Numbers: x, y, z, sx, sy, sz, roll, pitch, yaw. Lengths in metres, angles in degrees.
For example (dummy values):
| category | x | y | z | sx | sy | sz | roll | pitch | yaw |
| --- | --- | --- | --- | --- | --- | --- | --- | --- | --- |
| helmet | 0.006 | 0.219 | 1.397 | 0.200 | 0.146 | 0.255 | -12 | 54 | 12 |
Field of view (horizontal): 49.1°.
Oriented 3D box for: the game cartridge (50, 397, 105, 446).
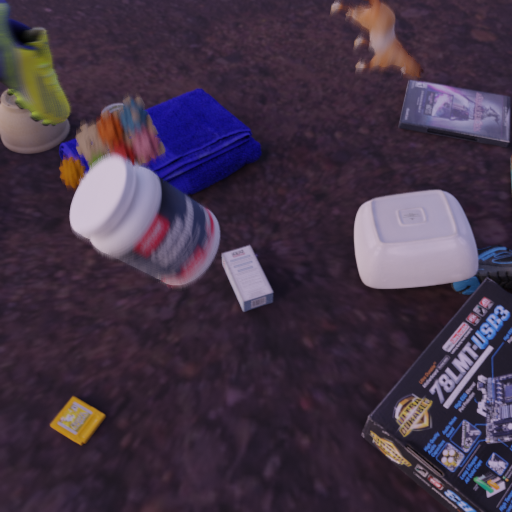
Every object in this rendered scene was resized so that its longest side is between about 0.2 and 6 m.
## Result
| category | x | y | z | sx | sy | sz | roll | pitch | yaw |
| --- | --- | --- | --- | --- | --- | --- | --- | --- | --- |
| game cartridge | -2.534 | 2.344 | 7.967 | 0.583 | 0.095 | 0.514 | 22 | 55 | 18 |

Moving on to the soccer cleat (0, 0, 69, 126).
| category | x | y | z | sx | sy | sz | roll | pitch | yaw |
| --- | --- | --- | --- | --- | --- | --- | --- | --- | --- |
| soccer cleat | -3.455 | -2.871 | 8.618 | 1.122 | 2.683 | 0.867 | -44 | 75 | -1 |

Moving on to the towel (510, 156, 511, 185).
| category | x | y | z | sx | sy | sz | roll | pitch | yaw |
| --- | --- | --- | --- | --- | --- | --- | --- | --- | --- |
| towel | 5.612 | -1.223 | 10.770 | 1.358 | 0.201 | 1.851 | 11 | 51 | 8 |

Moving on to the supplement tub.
| category | x | y | z | sx | sy | sz | roll | pitch | yaw |
| --- | --- | --- | --- | --- | --- | --- | --- | --- | --- |
| supplement tub | -1.297 | -0.385 | 6.740 | 1.092 | 1.556 | 1.092 | -20 | 55 | 32 |

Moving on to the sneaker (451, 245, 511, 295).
| category | x | y | z | sx | sy | sz | roll | pitch | yaw |
| --- | --- | --- | --- | --- | --- | --- | --- | --- | --- |
| sneaker | 4.273 | 0.157 | 9.289 | 2.078 | 0.761 | 0.851 | 3 | 51 | 3 |

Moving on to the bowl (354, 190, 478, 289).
| category | x | y | z | sx | sy | sz | roll | pitch | yaw |
| --- | --- | --- | --- | --- | --- | --- | --- | --- | --- |
| bowl | 2.630 | -0.399 | 9.388 | 1.958 | 0.731 | 1.955 | -6 | 42 | 9 |

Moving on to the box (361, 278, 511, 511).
| category | x | y | z | sx | sy | sz | roll | pitch | yaw |
| --- | --- | --- | --- | --- | --- | --- | --- | --- | --- |
| box | 3.630 | 2.255 | 7.601 | 3.140 | 0.786 | 3.164 | 36 | 60 | 26 |

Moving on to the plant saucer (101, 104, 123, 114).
| category | x | y | z | sx | sy | sz | roll | pitch | yaw |
| --- | --- | --- | --- | --- | --- | --- | --- | --- | --- |
| plant saucer | -3.026 | -3.061 | 12.241 | 0.678 | 0.170 | 0.678 | 0 | 51 | -1 |

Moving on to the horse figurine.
| category | x | y | z | sx | sy | sz | roll | pitch | yaw |
| --- | --- | --- | --- | --- | --- | --- | --- | --- | --- |
| horse figurine | 2.109 | -3.967 | 9.941 | 0.499 | 1.999 | 1.325 | -48 | 44 | -13 |

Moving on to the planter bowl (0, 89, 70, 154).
| category | x | y | z | sx | sy | sz | roll | pitch | yaw |
| --- | --- | --- | --- | --- | --- | --- | --- | --- | --- |
| planter bowl | -4.719 | -2.951 | 11.657 | 1.418 | 0.954 | 1.418 | 0 | 52 | 0 |

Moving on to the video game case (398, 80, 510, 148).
| category | x | y | z | sx | sy | sz | roll | pitch | yaw |
| --- | --- | --- | --- | --- | --- | --- | --- | --- | --- |
| video game case | 4.378 | -3.156 | 12.302 | 2.268 | 0.215 | 1.620 | 13 | 53 | 11 |

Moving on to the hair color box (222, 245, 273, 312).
| category | x | y | z | sx | sy | sz | roll | pitch | yaw |
| --- | --- | --- | --- | --- | --- | --- | --- | --- | --- |
| hair color box | -0.157 | 0.366 | 9.400 | 0.527 | 0.323 | 1.065 | -17 | 54 | -13 |

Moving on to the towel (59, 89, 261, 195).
| category | x | y | z | sx | sy | sz | roll | pitch | yaw |
| --- | --- | --- | --- | --- | --- | --- | --- | --- | --- |
| towel | -1.911 | -2.135 | 11.058 | 3.437 | 0.851 | 2.538 | -29 | 58 | -21 |

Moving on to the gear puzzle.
| category | x | y | z | sx | sy | sz | roll | pitch | yaw |
| --- | --- | --- | --- | --- | --- | --- | --- | --- | --- |
| gear puzzle | -2.342 | -1.613 | 8.520 | 1.896 | 0.982 | 0.248 | -23 | 5 | 23 |
